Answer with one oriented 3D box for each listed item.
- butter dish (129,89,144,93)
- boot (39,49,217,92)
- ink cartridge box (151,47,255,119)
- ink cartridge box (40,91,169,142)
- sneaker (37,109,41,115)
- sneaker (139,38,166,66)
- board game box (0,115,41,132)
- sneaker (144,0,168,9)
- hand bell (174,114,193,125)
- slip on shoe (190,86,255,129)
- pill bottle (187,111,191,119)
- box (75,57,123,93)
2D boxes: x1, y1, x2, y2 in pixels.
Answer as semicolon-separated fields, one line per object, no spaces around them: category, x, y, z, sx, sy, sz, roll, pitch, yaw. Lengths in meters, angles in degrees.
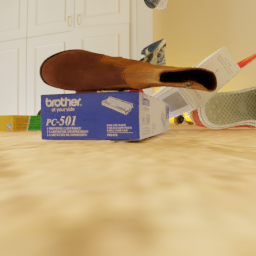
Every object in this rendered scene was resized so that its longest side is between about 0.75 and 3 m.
butter dish;0.117;-0.758;11.406;1.389;1.873;1.879;-25;7;-3
boot;-0.069;-0.465;2.654;1.261;0.459;1.340;4;12;-31
ink cartridge box;1.444;-1.008;6.149;2.365;0.600;2.684;-38;5;-19
ink cartridge box;-0.102;-0.155;4.063;1.143;0.538;2.432;0;2;15
sneaker;-3.738;-0.696;14.875;2.861;1.055;1.251;5;-3;17
sneaker;0.892;-2.212;9.395;0.819;0.906;2.127;-13;36;36
board game box;-2.580;-0.115;6.489;1.684;0.340;1.288;1;2;34
sneaker;0.695;-2.700;4.937;0.455;1.220;0.531;39;27;22
hand bell;2.903;-0.319;14.036;1.213;0.632;0.632;16;-10;-43
slip on shoe;2.880;-0.442;6.985;2.980;1.104;0.912;-5;-3;-20
pill bottle;3.952;-0.818;12.988;1.414;1.414;2.539;-1;2;-27
box;-1.257;-1.688;13.056;2.082;2.104;2.536;0;-39;-3
